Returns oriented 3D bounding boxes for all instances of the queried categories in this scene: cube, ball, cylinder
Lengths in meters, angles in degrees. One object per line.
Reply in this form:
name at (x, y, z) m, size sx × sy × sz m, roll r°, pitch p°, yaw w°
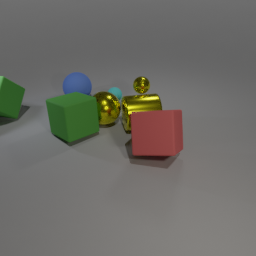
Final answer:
cube at (-2.105, -0.468, 10.725) m, size 1.400 × 1.400 × 1.400 m, roll -22°, pitch 29°, yaw -37°
ball at (0.544, -1.718, 11.247) m, size 0.700 × 0.700 × 0.700 m, roll 0°, pitch 30°, yaw 0°
cylinder at (0.527, -0.640, 11.251) m, size 1.400 × 1.400 × 1.400 m, roll -6°, pitch 30°, yaw -10°
cube at (0.995, 0.122, 9.281) m, size 1.400 × 1.400 × 1.400 m, roll -1°, pitch 4°, yaw 22°
ball at (-2.466, -2.007, 13.638) m, size 1.400 × 1.400 × 1.400 m, roll 0°, pitch 30°, yaw 0°
cube at (-5.466, -1.293, 11.759) m, size 1.400 × 1.400 × 1.400 m, roll 7°, pitch -11°, yaw 20°
ball at (-0.992, -0.815, 11.581) m, size 1.400 × 1.400 × 1.400 m, roll 0°, pitch 30°, yaw 0°
ball at (-0.625, -1.547, 13.066) m, size 0.700 × 0.700 × 0.700 m, roll 0°, pitch 30°, yaw 0°
